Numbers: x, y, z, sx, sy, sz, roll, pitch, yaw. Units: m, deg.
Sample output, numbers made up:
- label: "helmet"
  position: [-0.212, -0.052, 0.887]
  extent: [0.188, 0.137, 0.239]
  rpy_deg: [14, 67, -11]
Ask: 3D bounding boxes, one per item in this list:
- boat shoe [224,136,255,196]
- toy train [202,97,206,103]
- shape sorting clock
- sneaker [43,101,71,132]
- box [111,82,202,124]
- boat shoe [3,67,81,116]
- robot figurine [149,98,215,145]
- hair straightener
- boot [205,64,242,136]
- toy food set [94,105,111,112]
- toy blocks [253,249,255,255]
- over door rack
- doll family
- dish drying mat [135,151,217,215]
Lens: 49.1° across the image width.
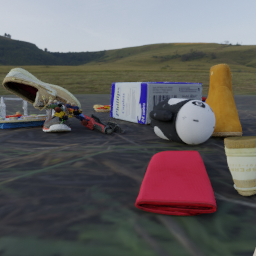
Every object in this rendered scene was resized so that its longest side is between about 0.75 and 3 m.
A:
- label: "boat shoe"
  position: [2.141, 0.448, 3.980]
  extent: [2.243, 0.706, 0.818]
  rpy_deg: [1, -5, -44]
- label: "toy train"
  position: [2.863, -0.920, 12.671]
  extent: [1.116, 0.816, 1.928]
  rpy_deg: [-13, 8, 2]
- label: "shape sorting clock"
  position: [-3.651, -0.320, 9.362]
  extent: [2.188, 0.429, 2.188]
  rpy_deg: [1, 8, 0]
- label: "sneaker"
  position: [-2.142, -0.380, 8.353]
  extent: [0.771, 0.819, 2.000]
  rpy_deg: [-2, 12, -17]
- label: "box"
  position: [1.010, -1.053, 10.865]
  extent: [2.524, 1.440, 2.744]
  rpy_deg: [-4, 9, -30]
- label: "boat shoe"
  position: [-2.974, -1.058, 9.637]
  extent: [2.699, 0.999, 0.896]
  rpy_deg: [25, 39, -6]
- label: "robot figurine"
  position: [1.203, -0.190, 6.418]
  extent: [1.225, 1.017, 1.630]
  rpy_deg: [-34, 23, -23]
- label: "hair straightener"
  position: [-0.662, -0.142, 8.215]
  extent: [0.785, 0.417, 2.040]
  rpy_deg: [-5, 10, -32]
- label: "boot"
  position: [2.511, -0.794, 7.596]
  extent: [0.918, 1.869, 2.610]
  rpy_deg: [3, 9, 7]
- label: "toy food set"
  position: [-1.111, -1.030, 14.592]
  extent: [1.272, 0.313, 1.285]
  rpy_deg: [-2, 8, -15]
- label: "toy blocks"
  position: [0.659, 0.890, 0.422]
  extent: [1.090, 0.982, 1.166]
  rpy_deg: [29, -16, 0]
- label: "over door rack"
  position: [-3.688, -0.620, 10.186]
  extent: [1.834, 0.827, 2.482]
  rpy_deg: [-3, 13, -24]
- label: "doll family"
  position: [-1.558, -0.392, 7.549]
  extent: [1.242, 0.487, 0.718]
  rpy_deg: [0, 25, -32]
- label: "dish drying mat"
  position: [0.645, 0.640, 3.777]
  extent: [0.815, 0.193, 2.122]
  rpy_deg: [1, 9, 10]
